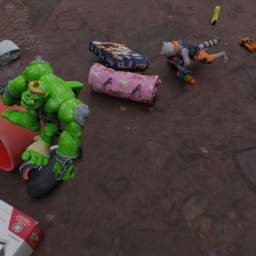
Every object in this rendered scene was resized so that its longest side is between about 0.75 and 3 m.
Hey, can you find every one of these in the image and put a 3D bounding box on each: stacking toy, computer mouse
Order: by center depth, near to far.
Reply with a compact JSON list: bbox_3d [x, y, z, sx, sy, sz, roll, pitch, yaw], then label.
[{"bbox_3d":[-2.360,0.934,8.391,0.500,1.527,2.174,-11,32,52],"label":"computer mouse"},{"bbox_3d":[2.421,-2.093,11.529,0.345,0.345,0.808,-36,64,-25],"label":"stacking toy"}]

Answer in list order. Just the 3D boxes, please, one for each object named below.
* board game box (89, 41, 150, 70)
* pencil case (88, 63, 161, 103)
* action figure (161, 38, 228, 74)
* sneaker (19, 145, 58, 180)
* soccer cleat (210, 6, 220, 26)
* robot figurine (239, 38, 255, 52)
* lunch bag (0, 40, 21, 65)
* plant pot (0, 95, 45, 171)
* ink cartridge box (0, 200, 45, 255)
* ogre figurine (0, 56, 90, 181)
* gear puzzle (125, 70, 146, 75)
[{"bbox_3d":[-0.406,-3.026,11.600,1.588,0.406,2.344,-9,37,-33],"label":"board game box"},{"bbox_3d":[-0.158,-1.712,10.721,2.703,1.119,1.169,16,90,12],"label":"pencil case"},{"bbox_3d":[2.472,-3.252,11.643,2.493,1.348,2.577,-2,36,-20],"label":"action figure"},{"bbox_3d":[-2.572,1.140,8.780,1.548,0.580,0.654,-31,56,-11],"label":"sneaker"},{"bbox_3d":[3.545,-4.488,11.285,0.251,0.776,0.325,-5,47,-17],"label":"soccer cleat"},{"bbox_3d":[5.618,-3.898,12.999,0.654,0.263,0.902,-22,54,-19],"label":"robot figurine"},{"bbox_3d":[-5.353,-3.370,12.347,1.037,0.632,0.883,-39,60,-20],"label":"lunch bag"},{"bbox_3d":[-3.558,-0.129,8.890,2.319,2.319,2.052,31,47,22],"label":"plant pot"},{"bbox_3d":[-3.461,3.082,6.955,1.628,0.919,2.218,23,54,16],"label":"ink cartridge box"},{"bbox_3d":[-1.581,-0.334,5.351,1.185,1.448,2.415,13,32,-41],"label":"ogre figurine"},{"bbox_3d":[0.323,-2.544,11.674,0.879,0.222,1.698,4,37,3],"label":"gear puzzle"}]
